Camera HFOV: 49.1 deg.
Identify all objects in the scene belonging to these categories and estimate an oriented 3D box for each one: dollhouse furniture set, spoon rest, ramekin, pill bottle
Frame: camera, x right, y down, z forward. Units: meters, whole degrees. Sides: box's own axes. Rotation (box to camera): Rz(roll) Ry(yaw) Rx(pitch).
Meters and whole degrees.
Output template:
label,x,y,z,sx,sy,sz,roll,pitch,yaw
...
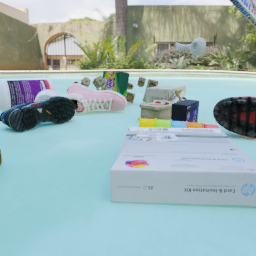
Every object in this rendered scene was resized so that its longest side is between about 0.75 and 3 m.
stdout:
label,x,y,z,sx,sy,sz,roll,pitch,yaw
dollhouse furniture set,0.563,-1.640,13.188,1.487,1.414,1.212,14,17,-2
spoon rest,2.413,-3.093,10.642,0.409,0.670,1.349,-5,18,-39
ramekin,-2.855,-0.831,9.960,0.996,0.996,0.485,-1,21,-4
pill bottle,-3.964,-1.153,10.538,2.324,1.307,1.307,-7,14,-31

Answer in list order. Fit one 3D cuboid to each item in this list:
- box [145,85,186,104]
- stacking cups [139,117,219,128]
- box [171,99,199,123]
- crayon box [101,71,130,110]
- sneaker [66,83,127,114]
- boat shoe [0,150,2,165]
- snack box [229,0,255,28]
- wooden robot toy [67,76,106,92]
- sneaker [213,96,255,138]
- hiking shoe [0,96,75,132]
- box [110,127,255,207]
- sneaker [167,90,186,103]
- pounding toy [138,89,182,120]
label,x,y,z,sx,sy,sz,roll,pitch,yaw
box,1.736,-1.401,12.558,1.125,0.921,2.369,7,14,28
stacking cups,1.230,0.042,6.847,1.942,0.588,0.588,2,12,4
box,1.614,-0.328,7.899,0.467,0.835,1.184,6,14,29
crayon box,-0.648,-1.693,12.328,0.526,1.558,1.806,6,8,-28
sneaker,-1.311,-0.928,10.832,2.396,0.902,1.253,15,39,2
boat shoe,-2.495,0.584,4.510,0.519,0.606,1.655,-7,3,-10
snack box,3.599,-3.861,8.582,1.922,0.691,0.234,29,-18,-27
wooden robot toy,-2.061,-1.400,12.187,2.405,1.060,1.091,-51,4,-32
sneaker,3.745,-0.323,7.380,2.984,1.055,1.458,5,14,11
hiking shoe,-2.743,-0.540,8.700,1.050,0.901,2.423,11,16,36
box,0.870,0.498,4.861,2.007,0.530,2.575,0,12,5
sneaker,1.902,-0.898,11.107,0.613,0.711,1.621,-14,21,50
pounding toy,1.140,-0.853,9.669,1.907,1.094,1.090,-11,21,-42
